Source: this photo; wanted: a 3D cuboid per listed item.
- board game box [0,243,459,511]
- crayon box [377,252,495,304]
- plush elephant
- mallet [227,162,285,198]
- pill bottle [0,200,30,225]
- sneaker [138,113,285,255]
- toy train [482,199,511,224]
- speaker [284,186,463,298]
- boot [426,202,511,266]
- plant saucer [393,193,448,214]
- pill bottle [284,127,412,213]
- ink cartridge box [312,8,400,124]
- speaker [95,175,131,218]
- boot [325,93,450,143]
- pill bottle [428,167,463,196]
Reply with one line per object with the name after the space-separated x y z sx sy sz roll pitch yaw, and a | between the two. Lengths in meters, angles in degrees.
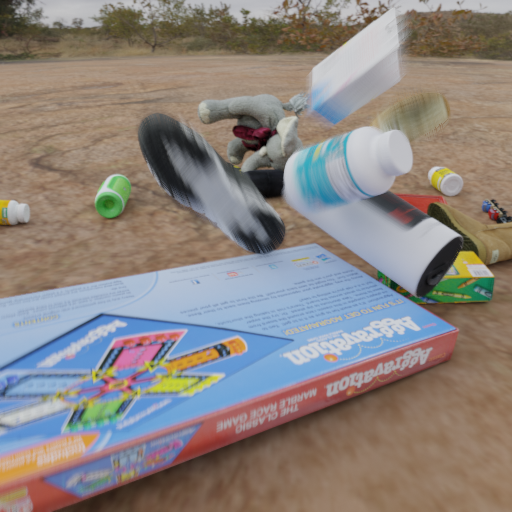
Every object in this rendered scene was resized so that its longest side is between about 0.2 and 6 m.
-0.671 1.002 6.677 5.765 0.561 2.967 -10 28 -31 | board game box
2.784 0.331 8.817 1.565 0.456 0.929 -2 24 1 | crayon box
0.261 -2.743 13.635 2.720 2.240 2.106 -18 57 7 | plush elephant
-0.472 -2.033 13.958 1.045 0.653 3.172 -9 22 -31 | mallet
-5.150 -0.884 11.454 0.905 0.510 0.510 2 25 -3 | pill bottle
-0.661 -1.039 7.826 0.831 2.500 1.131 -45 26 10 | sneaker
5.055 -0.860 11.744 0.339 0.252 1.478 -10 25 8 | toy train
1.694 -0.529 8.399 1.077 1.077 2.653 -21 49 -38 | speaker
4.531 -0.454 10.353 2.193 0.725 1.920 -8 39 -14 | boot
3.413 -1.004 11.995 1.544 0.283 1.541 5 25 10 | plant saucer
1.187 -1.126 7.231 1.563 0.866 0.866 -13 10 43 | pill bottle
1.322 -2.326 6.956 0.447 1.318 0.759 26 53 -34 | ink cartridge box
-3.119 -1.328 12.271 0.641 0.641 1.450 -2 25 -4 | speaker
1.943 -2.016 9.667 2.108 0.796 2.407 -26 2 2 | boot
4.511 -1.821 13.461 0.538 0.538 0.966 -3 24 -7 | pill bottle
